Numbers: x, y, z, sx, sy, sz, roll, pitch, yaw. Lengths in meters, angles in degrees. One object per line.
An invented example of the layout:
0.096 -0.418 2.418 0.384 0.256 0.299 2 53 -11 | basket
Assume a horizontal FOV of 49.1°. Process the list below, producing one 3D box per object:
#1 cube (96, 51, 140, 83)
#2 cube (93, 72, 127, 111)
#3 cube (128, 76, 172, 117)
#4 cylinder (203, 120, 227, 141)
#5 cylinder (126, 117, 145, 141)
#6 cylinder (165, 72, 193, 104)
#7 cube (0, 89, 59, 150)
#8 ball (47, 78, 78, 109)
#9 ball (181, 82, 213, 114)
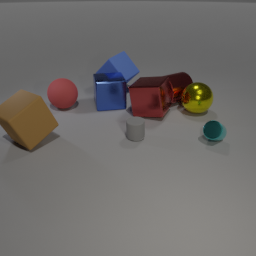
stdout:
-0.541 -2.941 14.828 1.400 1.400 1.400 -34 6 47 | cube
-0.873 -1.749 13.295 1.400 1.400 1.400 -5 28 -10 | cube
1.011 -1.393 12.335 1.400 1.400 1.400 2 28 25 | cube
3.186 0.111 10.260 0.700 0.700 0.700 19 2 32 | cylinder
0.288 0.026 10.607 0.700 0.700 0.700 -2 29 1 | cylinder
2.213 -1.920 13.602 1.400 1.400 1.400 -18 33 -31 | cylinder
-3.656 -0.326 10.011 1.400 1.400 1.400 20 55 39 | cube
-3.030 -1.606 13.009 1.400 1.400 1.400 0 28 0 | ball
3.084 -1.338 12.493 1.400 1.400 1.400 0 28 0 | ball
